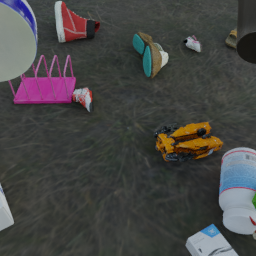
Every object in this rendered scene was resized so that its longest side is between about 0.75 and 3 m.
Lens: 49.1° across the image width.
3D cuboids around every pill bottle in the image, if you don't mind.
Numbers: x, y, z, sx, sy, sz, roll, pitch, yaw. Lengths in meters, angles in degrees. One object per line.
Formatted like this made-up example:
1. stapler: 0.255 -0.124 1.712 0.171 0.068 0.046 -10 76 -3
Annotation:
1. pill bottle: 2.725 1.463 6.682 1.025 1.025 1.886 12 47 12

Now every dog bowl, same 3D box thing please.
1. dog bowl: -3.516 -2.337 6.934 2.431 2.431 0.957 -10 52 -10

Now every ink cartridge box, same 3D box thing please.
1. ink cartridge box: 1.877 2.753 5.850 0.717 0.413 1.239 -21 49 -20
2. ink cartridge box: -3.768 1.659 6.624 1.413 0.851 1.945 -24 49 -21

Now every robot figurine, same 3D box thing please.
1. robot figurine: 1.662 0.425 8.053 1.870 0.544 1.356 -12 47 -12

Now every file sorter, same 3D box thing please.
1. file sorter: -2.950 -1.749 9.708 1.964 1.232 1.365 -1 46 -1

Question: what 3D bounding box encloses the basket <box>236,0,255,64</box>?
1. basket: 2.646 -2.032 5.407 1.297 0.978 1.439 15 63 22

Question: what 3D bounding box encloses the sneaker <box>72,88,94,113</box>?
1. sneaker: -1.524 -0.916 9.472 0.670 0.417 1.250 -6 42 -5

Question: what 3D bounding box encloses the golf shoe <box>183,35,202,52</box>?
1. golf shoe: 2.814 -3.568 12.110 0.557 0.439 1.210 -19 40 0

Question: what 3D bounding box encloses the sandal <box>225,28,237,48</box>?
1. sandal: 4.919 -4.167 12.575 0.796 0.535 1.981 20 49 18

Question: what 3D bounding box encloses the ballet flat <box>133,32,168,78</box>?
1. ballet flat: 0.990 -2.960 11.228 1.044 0.979 2.886 0 40 -16

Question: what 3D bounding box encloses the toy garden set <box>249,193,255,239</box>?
1. toy garden set: 3.043 2.086 5.854 0.304 1.523 1.269 -13 25 52

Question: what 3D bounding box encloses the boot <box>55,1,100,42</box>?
1. boot: -2.399 -5.086 13.221 1.984 0.996 2.750 -10 54 -10
